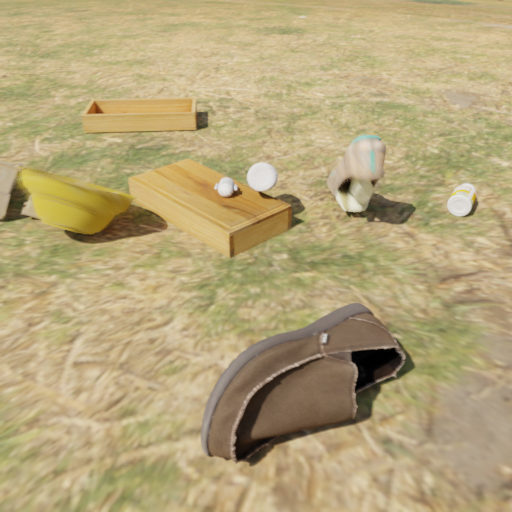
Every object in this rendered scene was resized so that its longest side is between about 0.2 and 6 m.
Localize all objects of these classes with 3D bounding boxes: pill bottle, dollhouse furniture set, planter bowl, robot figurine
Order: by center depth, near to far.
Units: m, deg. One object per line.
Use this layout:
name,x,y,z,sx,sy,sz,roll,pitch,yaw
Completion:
planter bowl,-3.386,-0.943,10.404,2.147,0.894,2.147,15,5,-1
robot figurine,-0.586,-1.335,10.916,0.442,0.294,0.521,0,32,2
pill bottle,0.142,-1.539,10.990,0.544,0.544,0.969,3,7,5
pill bottle,4.285,-1.188,11.603,0.468,0.468,0.843,16,35,24
dollhouse furniture set,-6.202,-1.428,12.001,3.290,1.606,2.806,17,25,-21

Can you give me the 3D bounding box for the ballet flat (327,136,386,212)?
ballet flat,1.918,-1.386,10.937,0.951,0.939,2.793,-4,-12,3

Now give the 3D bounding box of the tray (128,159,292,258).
tray,-1.008,-1.098,11.355,1.604,0.602,3.253,-27,41,-36

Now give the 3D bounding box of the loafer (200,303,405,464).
loafer,0.700,1.479,6.658,3.081,1.125,1.094,-26,40,-35

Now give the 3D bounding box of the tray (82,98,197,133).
tray,-3.288,-4.070,16.182,3.096,0.573,1.527,-1,31,-4
